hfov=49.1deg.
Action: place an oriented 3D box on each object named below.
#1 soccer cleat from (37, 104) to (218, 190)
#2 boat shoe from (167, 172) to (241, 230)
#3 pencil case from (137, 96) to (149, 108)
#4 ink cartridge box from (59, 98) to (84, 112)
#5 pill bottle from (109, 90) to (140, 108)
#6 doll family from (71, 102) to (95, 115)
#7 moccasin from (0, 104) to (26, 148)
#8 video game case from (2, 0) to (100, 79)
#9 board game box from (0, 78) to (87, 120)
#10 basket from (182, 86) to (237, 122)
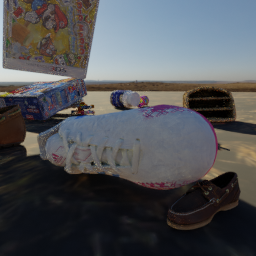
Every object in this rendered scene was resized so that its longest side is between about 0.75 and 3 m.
[{"bbox_3d":[-0.256,0.269,3.244,1.122,0.908,2.599,-9,3,-35],"label":"soccer cleat"},{"bbox_3d":[0.721,0.637,2.621,0.965,0.339,0.340,-10,17,-42],"label":"boat shoe"},{"bbox_3d":[0.739,-1.418,15.015,0.605,0.605,1.369,3,8,16],"label":"pencil case"},{"bbox_3d":[-2.950,-1.122,12.340,1.546,0.543,1.902,-21,14,-23],"label":"ink cartridge box"},{"bbox_3d":[-0.160,-1.484,14.328,0.890,0.890,1.538,-8,11,-43],"label":"pill bottle"},{"bbox_3d":[-1.759,-0.823,11.333,0.715,0.519,1.152,-8,12,-43],"label":"doll family"},{"bbox_3d":[-2.751,-0.020,4.613,0.950,1.002,2.597,5,10,29],"label":"moccasin"},{"bbox_3d":[-2.390,-3.054,8.614,2.677,2.941,0.337,4,31,-19],"label":"video game case"},{"bbox_3d":[-3.078,-1.242,10.771,2.761,0.851,2.759,6,26,38],"label":"board game box"},{"bbox_3d":[2.661,-0.806,9.254,1.584,1.131,1.180,0,8,2],"label":"basket"}]
